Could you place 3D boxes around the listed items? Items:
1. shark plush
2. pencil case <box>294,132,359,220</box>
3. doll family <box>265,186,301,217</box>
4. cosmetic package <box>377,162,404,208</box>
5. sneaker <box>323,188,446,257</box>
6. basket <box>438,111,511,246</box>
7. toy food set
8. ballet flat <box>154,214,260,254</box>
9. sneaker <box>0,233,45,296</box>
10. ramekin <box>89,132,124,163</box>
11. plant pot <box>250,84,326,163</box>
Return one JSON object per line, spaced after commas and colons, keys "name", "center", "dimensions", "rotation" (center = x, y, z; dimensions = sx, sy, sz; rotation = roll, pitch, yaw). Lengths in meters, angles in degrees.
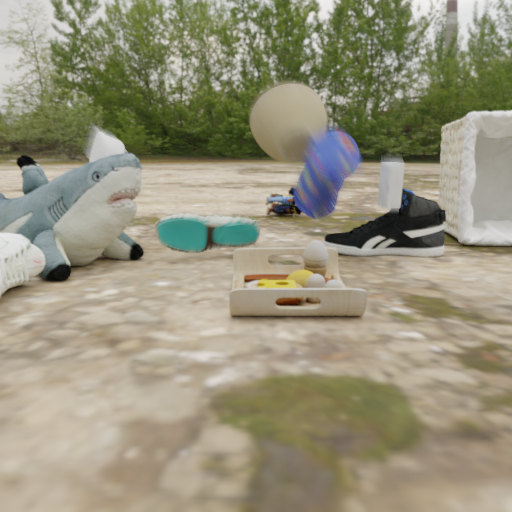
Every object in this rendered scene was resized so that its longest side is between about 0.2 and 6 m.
{"name": "shark plush", "center": [-3.772, -0.903, 9.972], "dimensions": [4.530, 1.887, 2.058], "rotation": [10, 15, 38]}
{"name": "pencil case", "center": [1.226, -1.373, 10.182], "dimensions": [0.845, 0.941, 2.166], "rotation": [-2, -17, -5]}
{"name": "doll family", "center": [0.928, -1.471, 15.628], "dimensions": [1.178, 0.800, 2.038], "rotation": [6, 18, 7]}
{"name": "cosmetic package", "center": [2.351, -1.242, 9.800], "dimensions": [0.289, 0.780, 0.397], "rotation": [-1, 10, -15]}
{"name": "sneaker", "center": [2.363, -0.657, 10.391], "dimensions": [2.215, 1.239, 0.809], "rotation": [1, 12, 5]}
{"name": "basket", "center": [5.368, -1.629, 11.761], "dimensions": [2.649, 2.626, 2.131], "rotation": [1, 10, 3]}
{"name": "toy food set", "center": [0.466, 0.236, 7.516], "dimensions": [1.612, 0.678, 2.246], "rotation": [0, 12, -1]}
{"name": "ballet flat", "center": [-0.896, -0.407, 9.976], "dimensions": [1.968, 0.706, 0.706], "rotation": [2, 10, -24]}
{"name": "sneaker", "center": [-3.527, 0.069, 7.587], "dimensions": [1.347, 1.056, 2.711], "rotation": [-3, 13, -29]}
{"name": "ramekin", "center": [-2.737, -1.697, 10.189], "dimensions": [0.476, 1.022, 1.022], "rotation": [11, 7, -24]}
{"name": "plant pot", "center": [0.678, -2.310, 10.498], "dimensions": [1.469, 1.469, 0.986], "rotation": [-2, 46, -11]}
